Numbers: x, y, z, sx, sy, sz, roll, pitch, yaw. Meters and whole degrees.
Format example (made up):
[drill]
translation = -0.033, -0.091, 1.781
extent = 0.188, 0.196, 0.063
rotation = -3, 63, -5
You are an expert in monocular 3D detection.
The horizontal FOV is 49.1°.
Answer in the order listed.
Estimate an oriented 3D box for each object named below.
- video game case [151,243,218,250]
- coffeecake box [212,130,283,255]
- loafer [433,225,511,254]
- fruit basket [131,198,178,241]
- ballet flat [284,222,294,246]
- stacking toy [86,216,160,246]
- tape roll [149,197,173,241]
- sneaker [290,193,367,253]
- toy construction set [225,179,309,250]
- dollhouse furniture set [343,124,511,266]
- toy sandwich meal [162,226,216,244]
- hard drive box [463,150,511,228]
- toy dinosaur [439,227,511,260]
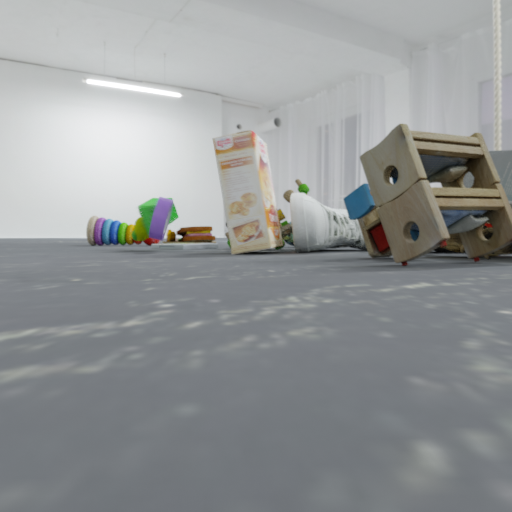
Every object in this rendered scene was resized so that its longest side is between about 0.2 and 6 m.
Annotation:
[video game case]
translation = -1.767, -0.237, 13.926
extent = 1.130, 0.142, 1.241
rotation = 2, 4, 38
[coffeecake box]
translation = -0.117, -1.171, 10.848
extent = 0.789, 2.161, 1.658
rotation = -10, 1, 11
[loafer]
translation = 4.547, -0.684, 11.175
extent = 3.483, 1.242, 1.271
rotation = 0, 2, 6
[fruit basket]
translation = -2.364, -0.803, 12.440
extent = 1.137, 0.820, 1.137
rotation = -17, 13, 4
[ballet flat]
translation = 1.778, -0.610, 15.381
extent = 2.492, 0.925, 0.925
rotation = -7, 7, -44
[stacking toy]
translation = -3.962, -0.688, 16.984
extent = 2.159, 0.922, 0.922
rotation = 5, 2, 0
[tape roll]
translation = -1.876, -0.732, 11.058
extent = 0.274, 0.836, 0.836
rotation = 14, 1, -4
[sneaker]
translation = 1.810, -0.701, 11.738
extent = 1.968, 1.255, 3.406
rotation = -3, 1, 13
[toy construction set]
translation = 0.581, -0.768, 13.186
extent = 2.232, 1.861, 1.715
rotation = -18, 53, -18
[dollhouse furniture set]
translation = 1.998, -0.466, 7.673
extent = 1.569, 1.560, 2.226
rotation = -3, -21, -33
[toy sandwich meal]
translation = -1.869, -0.538, 15.743
extent = 1.681, 0.576, 1.681
rotation = 0, 2, 0
[hard drive box]
translation = 4.470, -0.804, 8.378
extent = 1.842, 0.908, 2.364
rotation = 25, -4, -28
[toy dinosaur]
translation = 3.171, -0.290, 8.951
extent = 2.604, 0.758, 1.316
rotation = 15, -11, -20
